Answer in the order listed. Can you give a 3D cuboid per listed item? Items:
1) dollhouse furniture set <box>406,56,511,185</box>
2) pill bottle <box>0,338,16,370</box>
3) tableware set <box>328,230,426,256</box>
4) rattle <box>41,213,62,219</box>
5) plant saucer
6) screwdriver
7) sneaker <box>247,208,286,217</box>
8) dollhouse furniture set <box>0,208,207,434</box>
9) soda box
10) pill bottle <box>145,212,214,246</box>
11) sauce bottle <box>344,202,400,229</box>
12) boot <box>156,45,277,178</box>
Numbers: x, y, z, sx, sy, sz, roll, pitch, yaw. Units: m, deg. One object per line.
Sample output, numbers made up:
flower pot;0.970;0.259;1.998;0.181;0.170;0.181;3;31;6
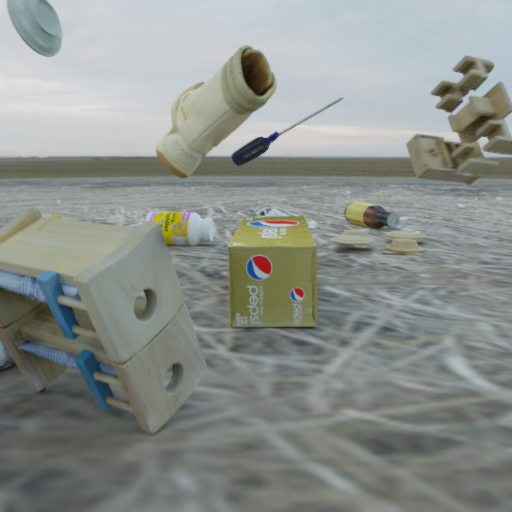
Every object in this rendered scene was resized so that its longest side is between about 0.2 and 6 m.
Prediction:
dollhouse furniture set;4.069;-2.300;10.509;1.362;1.798;2.051;1;-26;-25
pill bottle;-2.584;0.946;5.441;0.384;0.384;0.676;5;12;25
tableware set;2.787;-0.332;12.681;2.077;0.289;2.487;4;11;15
rattle;-5.175;-0.417;13.388;1.278;0.913;0.832;-17;-18;-3
plant saucer;-2.584;-2.840;6.708;0.212;0.846;0.846;-13;5;22
screwdriver;0.715;-3.015;13.112;2.990;0.435;0.417;-35;-2;0
sneaker;0.522;-0.919;14.701;1.753;0.706;0.670;-6;10;-37
dollhouse furniture set;-1.687;0.864;4.008;1.500;1.491;2.128;8;37;32
soda box;0.267;0.089;8.239;1.104;1.043;3.260;-1;11;2
pill bottle;-1.747;-0.620;12.858;1.478;0.770;0.770;2;11;5
sauce bottle;3.298;-1.120;15.945;0.693;0.693;2.100;-5;14;-23
boot;-0.600;-2.826;9.923;2.205;1.032;2.836;-37;23;31
